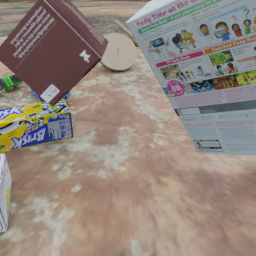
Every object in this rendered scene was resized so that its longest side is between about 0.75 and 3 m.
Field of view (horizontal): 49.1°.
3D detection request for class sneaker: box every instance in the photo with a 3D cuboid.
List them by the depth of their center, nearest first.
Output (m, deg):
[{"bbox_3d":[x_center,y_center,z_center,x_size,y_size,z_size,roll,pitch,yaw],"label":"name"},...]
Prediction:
[{"bbox_3d":[-2.854,-1.480,9.830,0.845,0.988,2.385,-24,37,-33],"label":"sneaker"}]

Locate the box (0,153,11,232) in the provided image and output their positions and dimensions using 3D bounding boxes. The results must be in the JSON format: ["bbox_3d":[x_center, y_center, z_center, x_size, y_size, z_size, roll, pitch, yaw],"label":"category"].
[{"bbox_3d":[-3.520,1.343,5.002,2.560,0.770,1.493,-9,31,-15],"label":"box"}]

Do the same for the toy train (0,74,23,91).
[{"bbox_3d":[-4.855,-1.450,10.052,0.728,0.539,2.582,-16,15,39],"label":"toy train"}]

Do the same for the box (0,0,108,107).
[{"bbox_3d":[-1.595,-1.848,6.440,1.613,1.596,1.944,-40,20,18],"label":"box"}]

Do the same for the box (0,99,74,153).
[{"bbox_3d":[-2.869,-0.023,7.356,2.674,0.860,0.937,-11,32,-20],"label":"box"}]

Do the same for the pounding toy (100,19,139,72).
[{"bbox_3d":[-0.511,-3.588,13.331,1.887,1.135,2.445,30,70,-6],"label":"pounding toy"}]

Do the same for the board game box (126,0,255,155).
[{"bbox_3d":[1.475,-0.823,4.146,1.973,2.674,0.859,-3,39,46],"label":"board game box"}]
